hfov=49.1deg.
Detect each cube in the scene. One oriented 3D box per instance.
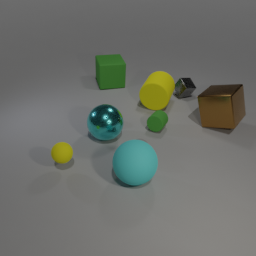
[{"bbox_3d":[-0.961,-3.064,15.178,1.400,1.400,1.400,-6,36,-13],"label":"cube"},{"bbox_3d":[2.827,-2.025,13.984,0.700,0.700,0.700,-7,60,-32],"label":"cube"},{"bbox_3d":[3.870,-0.910,11.526,1.400,1.400,1.400,4,28,40],"label":"cube"}]

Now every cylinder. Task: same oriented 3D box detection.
[{"bbox_3d":[1.382,-1.760,13.131,1.400,1.400,1.400,10,36,16],"label":"cylinder"},{"bbox_3d":[1.209,-0.291,11.438,0.700,0.700,0.700,14,28,22],"label":"cylinder"}]

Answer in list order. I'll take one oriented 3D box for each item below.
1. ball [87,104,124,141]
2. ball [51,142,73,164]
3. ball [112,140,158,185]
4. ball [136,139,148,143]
[{"bbox_3d":[-0.868,-0.213,10.729,1.400,1.400,1.400,0,32,0],"label":"ball"},{"bbox_3d":[-2.145,0.806,9.107,0.700,0.700,0.700,0,32,0],"label":"ball"},{"bbox_3d":[0.221,1.059,8.655,1.400,1.400,1.400,0,32,0],"label":"ball"},{"bbox_3d":[0.416,0.725,9.859,0.700,0.700,0.700,0,32,0],"label":"ball"}]
